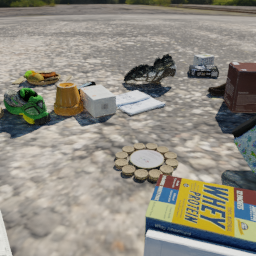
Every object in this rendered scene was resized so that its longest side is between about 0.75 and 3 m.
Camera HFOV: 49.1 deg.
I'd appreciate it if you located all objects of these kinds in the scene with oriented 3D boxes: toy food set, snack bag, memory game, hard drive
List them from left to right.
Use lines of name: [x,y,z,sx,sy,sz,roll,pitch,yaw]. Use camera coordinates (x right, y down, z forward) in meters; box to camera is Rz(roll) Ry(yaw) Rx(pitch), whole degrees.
toy food set: [-3.976,-2.458,13.109,2.460,0.494,1.699,3,27,5]
snack bag: [0.249,-0.989,10.556,1.662,0.189,1.762,-17,32,-31]
memory game: [0.465,0.806,7.107,1.640,0.104,1.640,0,26,0]
hard drive: [1.173,2.065,3.205,2.106,1.389,0.277,8,8,14]

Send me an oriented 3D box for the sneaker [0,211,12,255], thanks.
sneaker: [-2.756,2.036,3.774,2.074,1.141,2.832,-22,38,-19]

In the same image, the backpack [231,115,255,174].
backpack: [3.093,0.445,6.483,1.005,1.067,1.308,-35,84,-30]

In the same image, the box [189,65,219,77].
box: [3.823,-2.906,14.209,1.408,0.307,1.128,4,27,9]

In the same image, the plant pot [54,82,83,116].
plant pot: [-2.130,-1.075,9.876,1.038,0.951,1.038,0,27,0]

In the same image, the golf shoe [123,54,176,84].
golf shoe: [1.007,-2.336,12.603,2.459,1.162,0.956,-15,41,23]

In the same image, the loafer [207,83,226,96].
loafer: [3.968,-1.656,11.510,1.432,0.511,0.523,-4,27,-7]

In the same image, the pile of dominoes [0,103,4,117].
pile of dominoes: [-5.144,-0.371,9.450,1.709,0.272,1.332,-11,28,-3]

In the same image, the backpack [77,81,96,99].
backpack: [-1.675,-1.330,10.753,0.700,0.743,0.911,10,34,38]

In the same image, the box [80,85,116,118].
box: [-1.079,-0.989,10.019,0.849,0.666,1.366,-13,30,-23]

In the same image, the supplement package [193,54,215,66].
supplement package: [4.091,-3.599,15.178,0.882,0.664,0.669,-13,29,-23]

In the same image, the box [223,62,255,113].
box: [4.267,-1.453,10.008,1.241,1.511,1.254,2,28,3]

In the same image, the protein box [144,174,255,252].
protein box: [1.008,1.621,4.018,1.415,1.426,0.962,8,28,16]

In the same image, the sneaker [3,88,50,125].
sneaker: [-3.488,-0.970,9.585,2.432,1.036,0.949,21,34,37]
